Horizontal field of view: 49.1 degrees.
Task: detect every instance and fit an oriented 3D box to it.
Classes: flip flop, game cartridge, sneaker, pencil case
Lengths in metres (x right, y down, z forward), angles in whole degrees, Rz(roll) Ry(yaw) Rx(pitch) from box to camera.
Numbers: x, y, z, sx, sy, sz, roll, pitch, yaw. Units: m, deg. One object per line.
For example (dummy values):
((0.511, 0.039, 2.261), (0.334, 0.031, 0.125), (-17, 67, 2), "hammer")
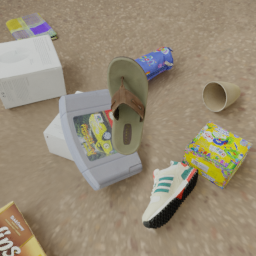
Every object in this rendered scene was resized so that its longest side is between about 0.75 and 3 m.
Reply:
((-0.031, -0.332, 5.040), (0.753, 1.856, 0.534), (3, 18, 3), "flip flop")
((-0.732, 0.211, 6.959), (1.614, 0.496, 2.425), (-17, 78, -35), "game cartridge")
((0.832, 1.500, 6.659), (0.917, 0.690, 1.961), (27, 52, 34), "sneaker")
((0.608, -1.999, 9.526), (2.211, 0.863, 0.960), (-32, 44, -24), "pencil case")

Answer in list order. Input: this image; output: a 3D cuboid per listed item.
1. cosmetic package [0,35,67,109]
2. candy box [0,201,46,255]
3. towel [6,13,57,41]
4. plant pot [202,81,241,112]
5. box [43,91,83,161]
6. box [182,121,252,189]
((-3.266, -1.894, 9.194), (2.001, 1.230, 1.994), (-16, 51, -14), "cosmetic package")
((-2.360, 2.654, 5.624), (1.224, 0.593, 2.099), (-31, 57, -25), "candy box")
((-4.124, -4.199, 11.885), (1.628, 0.258, 2.267), (-23, 52, -20), "towel")
((3.030, -1.069, 8.789), (0.996, 0.933, 0.933), (-16, 49, -31), "plant pot")
((-1.326, -0.053, 7.816), (1.110, 0.870, 1.785), (18, 51, 14), "box")
((2.282, 0.667, 7.258), (1.240, 0.757, 1.195), (33, 56, 27), "box")
